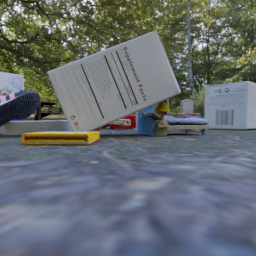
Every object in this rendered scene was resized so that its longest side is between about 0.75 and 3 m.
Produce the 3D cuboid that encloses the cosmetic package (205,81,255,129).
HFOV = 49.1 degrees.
[{"bbox_3d":[3.760,-0.720,9.712,1.523,1.514,1.820,2,2,44],"label":"cosmetic package"}]

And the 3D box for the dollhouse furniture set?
[{"bbox_3d":[1.291,-0.605,7.161,2.154,1.489,2.282,-1,3,-15],"label":"dollhouse furniture set"}]

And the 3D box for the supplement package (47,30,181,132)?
[{"bbox_3d":[-0.322,-0.915,6.150,2.341,1.402,1.420,-23,5,-7],"label":"supplement package"}]

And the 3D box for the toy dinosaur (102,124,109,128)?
[{"bbox_3d":[-1.048,-0.237,10.645,1.895,0.729,0.969,-7,-15,32],"label":"toy dinosaur"}]

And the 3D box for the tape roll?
[{"bbox_3d":[-2.248,-0.028,7.116,1.809,0.331,1.809,0,2,0],"label":"tape roll"}]

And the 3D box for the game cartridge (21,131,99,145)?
[{"bbox_3d":[-1.036,0.141,4.616,1.007,0.185,1.142,0,3,2],"label":"game cartridge"}]

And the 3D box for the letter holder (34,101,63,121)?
[{"bbox_3d":[-4.577,-0.859,16.871,1.842,1.304,2.592,1,2,-23],"label":"letter holder"}]

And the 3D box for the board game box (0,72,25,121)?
[{"bbox_3d":[-4.601,-0.964,9.815,0.413,2.003,2.008,0,2,33],"label":"board game box"}]

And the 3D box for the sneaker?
[{"bbox_3d":[-2.923,-0.505,6.383,0.846,0.723,2.062,22,26,18],"label":"sneaker"}]

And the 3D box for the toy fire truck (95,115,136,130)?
[{"bbox_3d":[-0.229,-0.204,9.514,2.079,0.507,1.466,1,3,7],"label":"toy fire truck"}]
